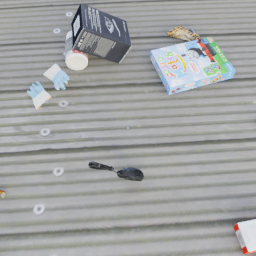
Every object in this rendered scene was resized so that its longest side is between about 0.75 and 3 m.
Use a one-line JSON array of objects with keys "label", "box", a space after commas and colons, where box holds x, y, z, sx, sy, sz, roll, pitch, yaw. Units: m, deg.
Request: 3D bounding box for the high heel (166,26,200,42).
[{"label": "high heel", "box": [2.624, -4.284, 13.118, 1.499, 0.535, 1.069, -8, 52, -15]}]

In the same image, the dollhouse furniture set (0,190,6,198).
[{"label": "dollhouse furniture set", "box": [-4.533, 1.957, 9.268, 0.919, 0.495, 0.374, 12, 59, 8]}]

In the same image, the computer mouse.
[{"label": "computer mouse", "box": [-0.308, 1.293, 8.795, 0.656, 2.237, 0.381, -9, 65, 41]}]

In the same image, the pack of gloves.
[{"label": "pack of gloves", "box": [-3.154, -1.625, 11.264, 1.712, 0.402, 2.038, -43, 41, -3]}]

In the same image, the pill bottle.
[{"label": "pill bottle", "box": [-2.294, -3.470, 12.379, 0.955, 0.955, 1.677, -7, 59, -4]}]

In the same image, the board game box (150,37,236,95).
[{"label": "board game box", "box": [2.746, -2.773, 12.189, 2.984, 0.546, 2.257, -16, 60, -9]}]

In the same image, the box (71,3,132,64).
[{"label": "box", "box": [-1.158, -4.019, 12.053, 2.286, 1.192, 1.692, 12, 52, -29]}]

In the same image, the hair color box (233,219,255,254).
[{"label": "hair color box", "box": [4.121, 3.207, 8.492, 1.531, 0.489, 0.849, -10, 58, -4]}]
